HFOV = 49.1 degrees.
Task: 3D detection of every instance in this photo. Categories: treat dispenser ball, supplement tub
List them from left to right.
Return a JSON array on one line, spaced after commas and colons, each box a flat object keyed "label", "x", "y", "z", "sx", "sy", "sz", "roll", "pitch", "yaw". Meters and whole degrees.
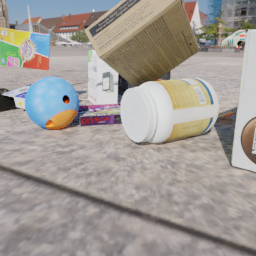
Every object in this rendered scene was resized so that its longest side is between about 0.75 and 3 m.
[{"label": "treat dispenser ball", "x": -2.306, "y": -0.757, "z": 8.567, "sx": 1.613, "sy": 1.613, "sz": 1.613, "roll": 0, "pitch": 18, "yaw": 0}, {"label": "supplement tub", "x": 1.098, "y": -0.482, "z": 7.543, "sx": 2.247, "sy": 1.625, "sz": 1.625, "roll": -9, "pitch": 20, "yaw": -29}]

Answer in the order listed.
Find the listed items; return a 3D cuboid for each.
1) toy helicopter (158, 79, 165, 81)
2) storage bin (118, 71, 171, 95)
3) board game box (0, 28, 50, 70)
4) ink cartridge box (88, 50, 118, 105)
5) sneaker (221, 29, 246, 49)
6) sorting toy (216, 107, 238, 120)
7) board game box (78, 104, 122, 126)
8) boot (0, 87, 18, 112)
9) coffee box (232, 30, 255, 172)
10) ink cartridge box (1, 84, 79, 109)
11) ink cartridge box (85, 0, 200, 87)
[{"label": "toy helicopter", "x": 2.297, "y": -1.544, "z": 12.762, "sx": 2.097, "sy": 0.827, "sz": 1.387, "roll": 29, "pitch": 23, "yaw": 38}, {"label": "storage bin", "x": 0.824, "y": -2.467, "z": 14.492, "sx": 1.815, "sy": 1.258, "sz": 2.684, "roll": 15, "pitch": 24, "yaw": 39}, {"label": "board game box", "x": -3.804, "y": -2.910, "z": 10.395, "sx": 1.732, "sy": 1.326, "sz": 0.349, "roll": 4, "pitch": 23, "yaw": -12}, {"label": "ink cartridge box", "x": -1.086, "y": -2.143, "z": 11.904, "sx": 0.919, "sy": 2.187, "sz": 1.591, "roll": -4, "pitch": 18, "yaw": -21}, {"label": "sneaker", "x": 2.824, "y": -2.262, "z": 7.496, "sx": 0.302, "sy": 0.401, "sz": 0.858, "roll": -6, "pitch": -11, "yaw": -26}, {"label": "sorting toy", "x": 3.378, "y": -0.497, "z": 9.274, "sx": 1.329, "sy": 0.196, "sz": 0.982, "roll": -20, "pitch": -2, "yaw": 38}, {"label": "board game box", "x": -0.366, "y": -0.526, "z": 9.835, "sx": 2.707, "sy": 0.437, "sz": 1.625, "roll": -4, "pitch": 14, "yaw": -12}, {"label": "boot", "x": -5.282, "y": -1.198, "z": 11.163, "sx": 1.670, "sy": 0.812, "sz": 2.218, "roll": 17, "pitch": 20, "yaw": 40}, {"label": "coffee box", "x": 4.088, "y": -0.555, "z": 5.775, "sx": 2.794, "sy": 2.821, "sz": 2.826, "roll": 14, "pitch": 22, "yaw": 38}, {"label": "ink cartridge box", "x": -3.434, "y": -1.191, "z": 11.299, "sx": 2.245, "sy": 0.528, "sz": 2.219, "roll": 9, "pitch": 20, "yaw": 9}, {"label": "ink cartridge box", "x": 0.509, "y": -2.211, "z": 7.131, "sx": 2.123, "sy": 0.968, "sz": 2.577, "roll": -33, "pitch": -22, "yaw": 14}]
